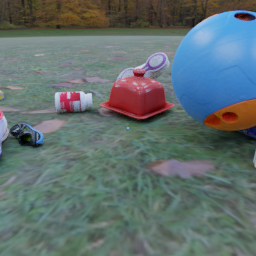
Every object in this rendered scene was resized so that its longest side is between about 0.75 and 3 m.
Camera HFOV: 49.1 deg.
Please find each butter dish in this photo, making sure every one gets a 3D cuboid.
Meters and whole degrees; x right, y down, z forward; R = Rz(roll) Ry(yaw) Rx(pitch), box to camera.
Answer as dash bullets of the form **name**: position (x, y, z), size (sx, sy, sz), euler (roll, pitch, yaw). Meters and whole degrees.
- **butter dish**: position (0.322, -1.204, 8.972), size (1.895, 1.401, 1.890), euler (22, 31, 37)

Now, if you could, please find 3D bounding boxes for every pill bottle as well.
- **pill bottle**: position (-1.767, -0.857, 9.184), size (1.166, 0.655, 0.655), euler (-4, 22, -9)

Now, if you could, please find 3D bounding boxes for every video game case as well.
- **video game case**: position (3.576, -0.266, 7.962), size (1.661, 0.416, 1.833), euler (-9, 24, -25)

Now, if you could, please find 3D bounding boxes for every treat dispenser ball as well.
- **treat dispenser ball**: position (2.423, -1.302, 6.648), size (2.748, 2.748, 2.748), euler (0, 22, 0)

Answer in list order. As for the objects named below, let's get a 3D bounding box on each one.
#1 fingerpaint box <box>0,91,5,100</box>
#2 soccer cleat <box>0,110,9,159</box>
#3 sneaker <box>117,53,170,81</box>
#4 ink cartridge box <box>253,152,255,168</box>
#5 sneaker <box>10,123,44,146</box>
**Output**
- **fingerpaint box**: position (-5.221, -1.214, 10.527), size (0.863, 0.316, 0.720), euler (-19, 28, -39)
- **soccer cleat**: position (-3.224, 0.174, 6.357), size (0.771, 0.827, 2.260), euler (-4, 22, -11)
- **sneaker**: position (0.648, -2.078, 11.205), size (2.300, 0.861, 1.145), euler (-24, -17, 17)
- **ink cartridge box**: position (3.322, 0.458, 5.082), size (0.719, 1.240, 1.718), euler (-11, 24, -29)
- **sneaker**: position (-2.585, 0.167, 6.950), size (1.135, 0.402, 0.470), euler (18, 22, 32)
